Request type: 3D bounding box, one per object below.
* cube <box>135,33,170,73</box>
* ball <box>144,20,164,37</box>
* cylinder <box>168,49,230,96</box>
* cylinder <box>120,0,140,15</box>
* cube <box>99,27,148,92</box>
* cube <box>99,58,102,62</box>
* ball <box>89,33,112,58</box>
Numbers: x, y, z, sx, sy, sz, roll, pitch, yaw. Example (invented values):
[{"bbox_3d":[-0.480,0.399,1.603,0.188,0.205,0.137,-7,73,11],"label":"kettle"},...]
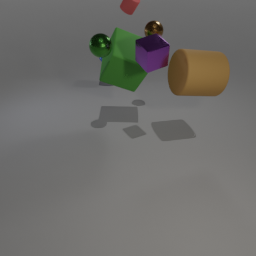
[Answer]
[{"bbox_3d":[0.670,-2.099,7.845,0.700,0.700,0.700,-23,52,-18],"label":"cube"},{"bbox_3d":[0.941,-3.544,10.200,0.700,0.700,0.700,0,29,0],"label":"ball"},{"bbox_3d":[2.153,-1.698,8.711,1.400,1.400,1.400,-1,28,-18],"label":"cylinder"},{"bbox_3d":[0.088,-5.665,12.753,0.700,0.700,0.700,20,46,-22],"label":"cylinder"},{"bbox_3d":[-0.087,-2.394,9.973,1.400,1.400,1.400,16,55,-18],"label":"cube"},{"bbox_3d":[-0.984,-3.638,14.460,0.700,0.700,0.700,-28,33,20],"label":"cube"},{"bbox_3d":[-0.813,-2.460,8.362,0.700,0.700,0.700,0,29,0],"label":"ball"}]
